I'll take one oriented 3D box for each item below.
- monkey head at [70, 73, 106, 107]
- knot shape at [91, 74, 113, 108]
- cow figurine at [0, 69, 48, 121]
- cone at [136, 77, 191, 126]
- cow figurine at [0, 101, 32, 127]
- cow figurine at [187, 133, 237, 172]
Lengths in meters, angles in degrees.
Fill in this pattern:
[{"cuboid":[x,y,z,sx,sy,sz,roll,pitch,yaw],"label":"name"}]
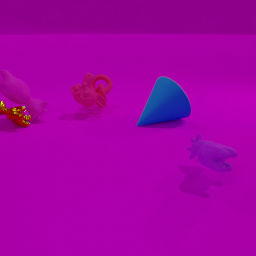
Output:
[{"cuboid":[-1.398,-1.289,9.600,1.482,1.066,0.893,27,0,14],"label":"monkey head"},{"cuboid":[-1.087,-1.419,10.457,1.343,1.257,0.621,6,-19,46],"label":"knot shape"},{"cuboid":[-3.362,-0.994,8.907,1.544,0.861,1.569,43,-3,20],"label":"cow figurine"},{"cuboid":[0.877,-0.535,8.965,1.606,1.600,1.600,-38,34,-17],"label":"cone"},{"cuboid":[-3.589,-0.410,8.562,0.992,1.008,0.553,0,57,10],"label":"cow figurine"},{"cuboid":[1.618,0.503,5.729,1.099,0.613,1.117,22,8,34],"label":"cow figurine"}]
